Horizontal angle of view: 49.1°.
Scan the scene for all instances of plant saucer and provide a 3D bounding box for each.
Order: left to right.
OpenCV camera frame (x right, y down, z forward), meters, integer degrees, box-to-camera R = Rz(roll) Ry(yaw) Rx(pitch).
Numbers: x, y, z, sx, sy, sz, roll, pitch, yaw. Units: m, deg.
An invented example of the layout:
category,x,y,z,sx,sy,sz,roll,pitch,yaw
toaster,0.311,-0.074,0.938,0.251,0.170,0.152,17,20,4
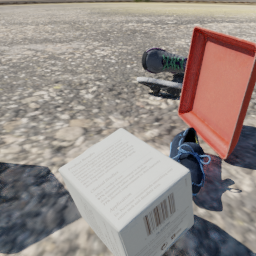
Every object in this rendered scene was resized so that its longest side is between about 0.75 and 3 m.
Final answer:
category,x,y,z,sx,sy,sz,roll,pitch,yaw
plant saucer,2.245,-1.016,7.145,0.494,2.692,2.687,-2,27,-17

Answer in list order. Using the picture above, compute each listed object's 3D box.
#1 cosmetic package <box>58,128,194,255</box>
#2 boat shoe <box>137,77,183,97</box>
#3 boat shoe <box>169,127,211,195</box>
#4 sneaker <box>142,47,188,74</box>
category,x,y,z,sx,sy,sz,roll,pitch,yaw
cosmetic package,0.005,1.093,4.460,1.334,1.326,1.595,-34,42,-24
boat shoe,1.109,-1.469,10.184,1.715,0.568,0.599,13,9,13
boat shoe,1.265,0.557,6.055,0.845,0.689,2.008,28,27,-16
sneaker,1.747,-2.700,11.258,1.207,1.027,2.759,8,13,41
